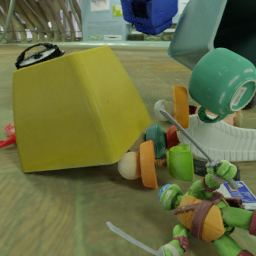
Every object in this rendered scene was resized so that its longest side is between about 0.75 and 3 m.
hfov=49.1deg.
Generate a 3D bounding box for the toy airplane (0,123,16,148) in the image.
[{"bbox_3d":[-3.357,0.338,8.108,2.146,0.395,2.146,-2,19,1],"label":"toy airplane"}]

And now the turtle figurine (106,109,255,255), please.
[{"bbox_3d":[1.100,1.349,3.813,2.253,2.324,1.672,23,61,35],"label":"turtle figurine"}]

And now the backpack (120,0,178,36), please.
[{"bbox_3d":[0.618,-4.165,9.859,1.485,1.533,1.827,-32,45,-30],"label":"backpack"}]

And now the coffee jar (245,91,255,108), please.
[{"bbox_3d":[4.440,-1.475,11.983,2.226,0.950,1.161,15,19,35],"label":"coffee jar"}]

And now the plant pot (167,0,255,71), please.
[{"bbox_3d":[2.948,-3.003,9.383,2.723,2.731,2.781,23,-6,-30],"label":"plant pot"}]

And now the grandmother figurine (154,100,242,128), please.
[{"bbox_3d":[2.354,-0.516,9.754,2.913,0.882,1.766,8,13,14],"label":"grandmother figurine"}]

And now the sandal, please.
[{"bbox_3d":[2.389,0.381,7.203,2.698,1.098,0.663,13,-8,-15],"label":"sandal"}]

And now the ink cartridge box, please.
[{"bbox_3d":[2.042,1.414,5.619,0.965,0.230,0.977,0,23,-4],"label":"ink cartridge box"}]

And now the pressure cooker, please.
[{"bbox_3d":[-3.679,-2.562,12.394,2.029,2.271,1.998,-4,36,27],"label":"pressure cooker"}]

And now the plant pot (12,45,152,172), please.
[{"bbox_3d":[-1.246,-0.633,7.033,2.658,2.344,2.658,-9,16,25],"label":"plant pot"}]

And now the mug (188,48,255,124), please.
[{"bbox_3d":[2.003,-0.782,5.709,1.216,1.480,0.915,-37,49,-7],"label":"mug"}]

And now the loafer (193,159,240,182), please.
[{"bbox_3d":[2.013,0.907,6.572,1.255,0.454,0.457,13,26,32],"label":"loafer"}]

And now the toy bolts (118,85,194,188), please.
[{"bbox_3d":[0.614,0.165,6.693,1.590,2.190,2.292,-4,3,8],"label":"toy bolts"}]
